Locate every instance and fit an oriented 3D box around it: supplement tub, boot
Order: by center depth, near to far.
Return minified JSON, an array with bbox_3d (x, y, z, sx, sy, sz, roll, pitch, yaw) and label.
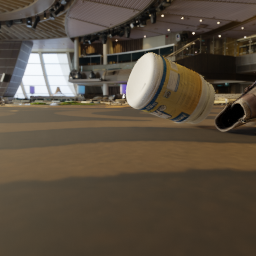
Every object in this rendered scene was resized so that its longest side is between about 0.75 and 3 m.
[{"bbox_3d":[2.863,-0.394,6.812,1.763,0.847,2.412,-26,-22,-18],"label":"boot"},{"bbox_3d":[1.206,-1.027,7.930,2.153,1.557,1.557,17,-2,-25],"label":"supplement tub"}]
